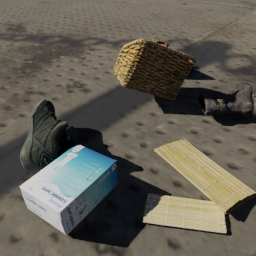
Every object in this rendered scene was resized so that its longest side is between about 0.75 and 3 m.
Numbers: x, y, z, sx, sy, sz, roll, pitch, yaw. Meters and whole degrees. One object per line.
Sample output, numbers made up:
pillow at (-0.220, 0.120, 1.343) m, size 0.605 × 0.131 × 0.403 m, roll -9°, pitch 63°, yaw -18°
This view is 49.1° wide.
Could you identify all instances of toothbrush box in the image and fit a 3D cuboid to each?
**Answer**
toothbrush box at (-1.225, 1.248, 6.177) m, size 1.270 × 0.740 × 1.735 m, roll 19°, pitch 39°, yaw 30°

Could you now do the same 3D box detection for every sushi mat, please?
sushi mat at (1.816, 1.050, 6.931) m, size 1.180 × 0.149 × 2.466 m, roll -15°, pitch 37°, yaw -31°
sushi mat at (1.198, 1.802, 6.009) m, size 1.717 × 0.104 × 0.821 m, roll 5°, pitch 36°, yaw 7°

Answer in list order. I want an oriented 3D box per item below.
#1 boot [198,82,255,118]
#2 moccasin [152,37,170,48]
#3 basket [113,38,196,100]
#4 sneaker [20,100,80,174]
boot at (3.300, -1.017, 9.431) m, size 1.859 × 0.739 × 2.136 m, roll 4°, pitch 32°, yaw 6°
moccasin at (1.403, -3.437, 12.303) m, size 0.886 × 0.935 × 2.422 m, roll 16°, pitch 17°, yaw -1°
basket at (0.856, -2.257, 9.770) m, size 2.331 × 1.736 × 1.663 m, roll 10°, pitch 32°, yaw -27°
sneaker at (-1.941, 0.037, 7.527) m, size 1.398 × 0.933 × 2.441 m, roll -16°, pitch 39°, yaw 7°
